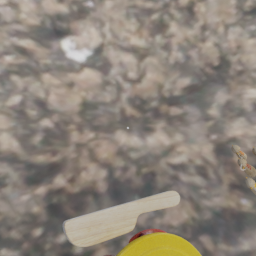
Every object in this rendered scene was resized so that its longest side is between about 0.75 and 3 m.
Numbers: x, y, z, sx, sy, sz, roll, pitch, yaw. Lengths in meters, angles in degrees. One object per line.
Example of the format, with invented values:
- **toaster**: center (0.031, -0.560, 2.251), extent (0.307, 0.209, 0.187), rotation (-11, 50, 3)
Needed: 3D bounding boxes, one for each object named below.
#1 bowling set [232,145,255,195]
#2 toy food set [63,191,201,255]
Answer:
- **bowling set**: center (2.068, 0.527, 4.403), extent (0.653, 0.503, 0.938), rotation (-36, 39, 23)
- **toy food set**: center (0.191, 2.042, 3.157), extent (1.553, 0.862, 2.639), rotation (-15, 85, -33)
